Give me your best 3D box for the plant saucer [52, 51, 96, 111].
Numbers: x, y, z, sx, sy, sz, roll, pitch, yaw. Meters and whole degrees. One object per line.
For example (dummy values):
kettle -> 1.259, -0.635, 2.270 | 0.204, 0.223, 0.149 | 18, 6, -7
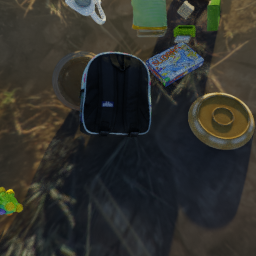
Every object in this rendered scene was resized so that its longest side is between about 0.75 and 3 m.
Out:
plant saucer -> -1.334, -1.369, 8.273 | 1.765, 0.260, 1.765 | -3, 104, -14

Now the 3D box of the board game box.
board game box -> 1.574, -2.203, 9.478 | 1.642, 0.283, 1.111 | -32, 66, -17

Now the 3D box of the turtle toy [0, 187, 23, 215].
turtle toy -> -3.046, 1.834, 6.818 | 0.466, 0.921, 0.671 | -43, 63, -3

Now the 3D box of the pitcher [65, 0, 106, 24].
pitcher -> -1.193, -4.108, 8.812 | 1.007, 1.425, 1.661 | -27, 40, 30

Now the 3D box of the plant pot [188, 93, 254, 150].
plant pot -> 2.836, -0.305, 8.430 | 1.993, 0.274, 1.993 | 0, 60, 0

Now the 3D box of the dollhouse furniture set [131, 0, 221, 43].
dollhouse furniture set -> 1.361, -3.533, 8.913 | 2.983, 1.491, 1.152 | 6, 40, 19

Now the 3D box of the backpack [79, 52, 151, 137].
backpack -> -0.367, -0.877, 7.597 | 1.931, 1.637, 2.175 | 1, 92, -15
